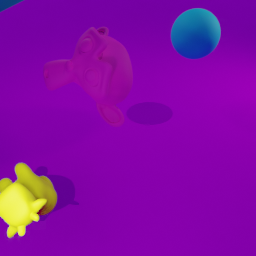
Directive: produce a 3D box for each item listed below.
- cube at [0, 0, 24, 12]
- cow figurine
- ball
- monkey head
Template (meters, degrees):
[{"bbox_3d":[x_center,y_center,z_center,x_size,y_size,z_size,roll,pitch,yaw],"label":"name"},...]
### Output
[{"bbox_3d":[-3.297,-3.586,6.623,1.118,1.118,1.118,-21,70,10],"label":"cube"},{"bbox_3d":[-1.019,0.767,2.932,0.481,0.877,0.863,-45,52,-3],"label":"cow figurine"},{"bbox_3d":[1.907,-2.654,7.949,1.365,1.365,1.365,0,36,0],"label":"ball"},{"bbox_3d":[-0.656,-0.984,5.028,1.437,1.998,1.204,-12,-9,15],"label":"monkey head"}]
